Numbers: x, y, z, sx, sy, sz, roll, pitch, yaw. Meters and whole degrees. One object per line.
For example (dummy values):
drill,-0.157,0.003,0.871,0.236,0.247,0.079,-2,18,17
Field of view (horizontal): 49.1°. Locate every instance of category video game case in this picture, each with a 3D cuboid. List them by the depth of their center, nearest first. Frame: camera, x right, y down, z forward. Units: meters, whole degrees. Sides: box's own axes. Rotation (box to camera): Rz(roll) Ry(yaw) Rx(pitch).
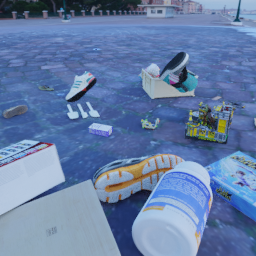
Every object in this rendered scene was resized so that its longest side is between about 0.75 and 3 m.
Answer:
video game case,3.230,1.461,7.540,1.831,0.459,2.020,-16,30,-31

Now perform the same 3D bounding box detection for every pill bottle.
pill bottle,1.108,1.692,6.103,1.292,1.292,2.305,12,28,23

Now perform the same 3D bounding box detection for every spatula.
spatula,-2.120,-0.819,12.598,1.302,0.150,1.872,-10,28,-17

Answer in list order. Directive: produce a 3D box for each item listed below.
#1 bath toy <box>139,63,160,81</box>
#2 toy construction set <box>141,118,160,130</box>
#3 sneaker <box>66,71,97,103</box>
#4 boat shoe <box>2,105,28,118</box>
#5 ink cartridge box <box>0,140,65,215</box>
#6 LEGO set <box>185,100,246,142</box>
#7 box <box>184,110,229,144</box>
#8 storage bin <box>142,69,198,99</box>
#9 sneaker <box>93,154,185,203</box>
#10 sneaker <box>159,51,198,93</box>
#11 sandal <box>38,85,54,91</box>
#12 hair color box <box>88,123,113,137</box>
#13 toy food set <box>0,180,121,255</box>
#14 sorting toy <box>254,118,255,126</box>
bath toy,1.300,-3.104,15.820,0.908,0.772,2.089,-47,9,-7
toy construction set,0.880,-0.160,11.050,0.775,0.357,0.508,-6,24,13
sneaker,-2.341,-1.962,13.178,1.760,0.619,0.823,-43,73,-8
boat shoe,-4.948,-0.777,12.202,0.414,0.421,1.131,21,32,37
ink cartridge box,-3.252,1.212,6.794,2.197,1.049,2.502,2,20,45
LEGO set,2.970,-0.530,9.764,1.642,1.237,2.135,18,32,33
box,3.069,-0.087,10.757,1.527,0.422,1.907,9,27,18
storage bin,2.112,-2.487,14.931,2.346,1.099,2.329,-5,26,-10
sneaker,0.318,1.178,7.557,2.703,1.058,1.044,-6,13,-20
sneaker,2.373,-2.250,11.956,1.520,1.053,2.518,31,-9,-8
sandal,-4.472,-2.213,15.331,0.898,0.256,0.357,7,27,15
hair color box,-1.040,0.069,10.636,0.812,0.263,0.444,12,29,19
toy food set,-1.382,2.340,5.503,2.124,0.894,2.959,-19,28,-13
sorting toy,5.419,-0.053,10.978,0.880,0.175,1.190,14,26,17
